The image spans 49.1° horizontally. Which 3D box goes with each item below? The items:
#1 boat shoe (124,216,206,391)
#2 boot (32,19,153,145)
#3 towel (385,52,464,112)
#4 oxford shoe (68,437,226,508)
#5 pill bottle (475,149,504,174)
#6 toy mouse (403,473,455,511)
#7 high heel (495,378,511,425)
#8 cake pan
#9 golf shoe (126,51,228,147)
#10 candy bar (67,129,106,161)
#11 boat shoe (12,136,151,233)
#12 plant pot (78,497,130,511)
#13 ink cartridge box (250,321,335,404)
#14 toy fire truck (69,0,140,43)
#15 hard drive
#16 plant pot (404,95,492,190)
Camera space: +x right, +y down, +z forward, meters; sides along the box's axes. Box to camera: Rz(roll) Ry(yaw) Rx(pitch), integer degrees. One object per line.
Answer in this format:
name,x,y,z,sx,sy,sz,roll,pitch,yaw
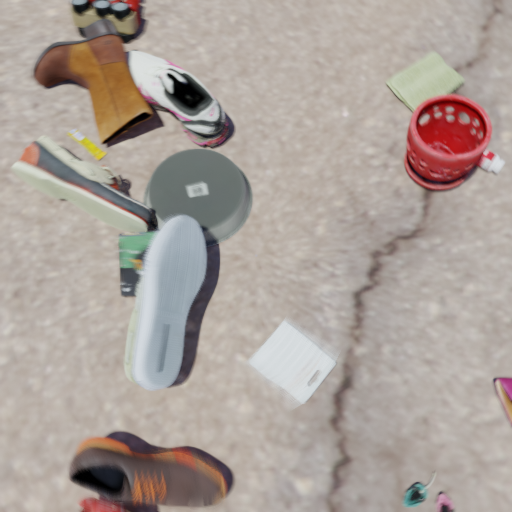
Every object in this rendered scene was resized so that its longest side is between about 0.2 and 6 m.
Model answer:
boat shoe,-1.752,0.782,10.026,0.980,1.137,3.158,-7,64,45
boot,-3.654,-3.574,12.388,2.355,0.857,2.501,-23,81,9
towel,3.890,-3.971,12.846,1.573,0.287,1.167,-33,71,-14
oxford shoe,-1.713,3.599,8.795,2.502,0.907,0.890,12,95,-3
pill bottle,4.897,-2.045,11.925,0.687,0.386,0.386,33,70,13
toy mouse,2.844,4.129,9.241,1.176,0.227,1.045,11,67,5
high heel,4.530,3.240,9.244,1.186,0.832,2.472,17,62,-3
cake pan,-1.217,-1.280,11.567,2.292,0.420,2.292,0,66,0
golf shoe,-1.837,-3.715,12.112,3.101,1.428,1.126,38,76,18
candy bar,-3.723,-2.458,12.260,1.060,0.117,0.264,39,68,16
boat shoe,-3.394,-1.471,11.307,3.242,1.154,1.014,25,67,16
plant pot,-2.422,4.399,8.616,1.205,1.205,1.097,16,62,7
ink cartridge box,0.663,1.944,10.206,1.234,0.292,0.988,38,70,13
toy fire truck,-3.509,-6.204,13.510,1.534,1.121,1.743,9,55,5
hard drive,-2.205,0.156,10.845,0.860,0.233,1.231,-5,82,-3
plant pot,3.803,-2.252,11.417,1.563,1.424,1.563,-1,68,3
